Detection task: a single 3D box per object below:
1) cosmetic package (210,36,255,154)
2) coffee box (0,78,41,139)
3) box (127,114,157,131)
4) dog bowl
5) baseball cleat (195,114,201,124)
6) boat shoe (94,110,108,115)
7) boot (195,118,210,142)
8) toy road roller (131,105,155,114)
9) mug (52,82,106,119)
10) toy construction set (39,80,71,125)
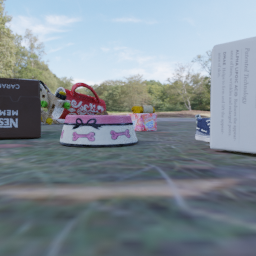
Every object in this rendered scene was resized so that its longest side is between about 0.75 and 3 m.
[{"bbox_3d":[1.887,-0.335,3.077,1.240,1.241,1.504,-2,3,-40],"label":"cosmetic package"},{"bbox_3d":[-2.746,-0.400,6.097,1.572,1.096,2.748,-1,3,-18],"label":"coffee box"},{"bbox_3d":[0.374,-0.171,8.026,0.518,0.478,1.010,-1,3,-23],"label":"box"},{"bbox_3d":[-0.441,0.019,4.285,1.189,0.439,1.189,-1,2,0],"label":"dog bowl"},{"bbox_3d":[3.209,-0.373,12.466,0.321,0.490,0.921,-8,-3,20],"label":"baseball cleat"},{"bbox_3d":[-1.573,-0.555,14.312,1.427,0.482,0.514,-22,4,-43],"label":"boat shoe"},{"bbox_3d":[1.393,0.022,4.631,0.319,0.396,0.878,-1,3,-21],"label":"boot"},{"bbox_3d":[0.595,-0.750,12.859,0.754,0.896,1.227,0,-36,-28],"label":"toy road roller"},{"bbox_3d":[-2.397,-1.162,14.725,2.498,1.667,2.218,10,-22,-37],"label":"mug"},{"bbox_3d":[-3.649,-0.822,13.212,2.010,2.181,2.615,19,-17,10],"label":"toy construction set"}]
